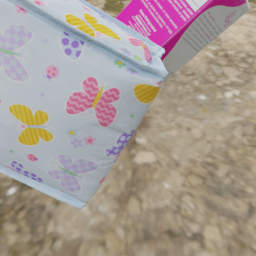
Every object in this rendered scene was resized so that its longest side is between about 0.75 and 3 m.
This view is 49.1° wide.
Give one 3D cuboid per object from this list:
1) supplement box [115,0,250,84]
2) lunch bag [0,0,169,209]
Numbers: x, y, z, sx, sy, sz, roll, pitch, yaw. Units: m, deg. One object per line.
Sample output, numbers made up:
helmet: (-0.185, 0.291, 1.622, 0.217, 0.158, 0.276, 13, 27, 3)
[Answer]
supplement box: (0.877, -2.063, 5.490, 1.258, 2.487, 1.285, 7, 50, -59)
lunch bag: (-1.252, -0.683, 3.981, 2.892, 2.452, 1.839, 25, 27, -9)
